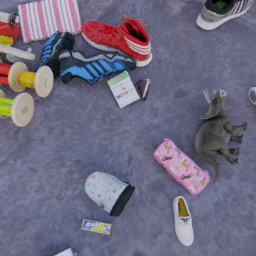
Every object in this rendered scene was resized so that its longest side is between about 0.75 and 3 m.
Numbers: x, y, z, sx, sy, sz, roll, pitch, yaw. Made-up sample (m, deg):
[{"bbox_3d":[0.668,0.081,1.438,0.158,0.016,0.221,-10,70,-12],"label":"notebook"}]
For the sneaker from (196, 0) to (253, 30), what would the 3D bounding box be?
[{"bbox_3d":[3.698,-4.631,10.102,2.702,1.182,0.997,-34,73,-12],"label":"sneaker"}]

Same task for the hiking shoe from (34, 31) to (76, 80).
[{"bbox_3d":[-2.618,-2.387,9.598,0.905,0.777,2.088,20,73,37],"label":"hiking shoe"}]

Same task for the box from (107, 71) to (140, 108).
[{"bbox_3d":[-0.140,-1.247,9.101,0.718,0.181,0.995,-27,86,11],"label":"box"}]

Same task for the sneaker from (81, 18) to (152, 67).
[{"bbox_3d":[-0.397,-3.270,9.337,2.796,1.615,1.095,25,71,10],"label":"sneaker"}]

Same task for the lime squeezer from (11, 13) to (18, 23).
[{"bbox_3d":[-4.667,-3.649,9.857,0.549,1.028,2.912,27,39,12],"label":"lime squeezer"}]

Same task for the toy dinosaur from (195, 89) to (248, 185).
[{"bbox_3d":[2.633,0.342,8.352,1.490,1.121,2.913,15,70,20],"label":"toy dinosaur"}]

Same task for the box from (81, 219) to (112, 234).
[{"bbox_3d":[-0.875,2.735,7.756,0.795,0.255,0.278,9,69,4],"label":"box"}]

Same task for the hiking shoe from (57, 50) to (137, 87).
[{"bbox_3d":[-1.001,-1.932,9.352,2.590,0.963,1.123,2,94,-1],"label":"hiking shoe"}]

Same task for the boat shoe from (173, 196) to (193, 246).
[{"bbox_3d":[1.537,2.540,7.717,0.470,0.463,1.326,-4,69,-2],"label":"boat shoe"}]

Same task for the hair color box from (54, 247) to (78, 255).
[{"bbox_3d":[-1.468,4.276,6.930,1.110,0.672,2.220,-24,71,-9],"label":"hair color box"}]

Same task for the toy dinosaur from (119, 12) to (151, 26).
[{"bbox_3d":[0.263,-3.750,9.970,1.185,0.803,0.509,-1,68,-1],"label":"toy dinosaur"}]

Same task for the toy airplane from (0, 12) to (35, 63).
[{"bbox_3d":[-4.489,-2.688,9.054,2.437,1.727,2.448,-13,47,-30],"label":"toy airplane"}]

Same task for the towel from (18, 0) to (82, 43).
[{"bbox_3d":[-2.874,-3.982,10.331,2.190,0.328,1.603,-12,73,-4],"label":"towel"}]

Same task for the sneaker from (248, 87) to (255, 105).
[{"bbox_3d":[4.528,-0.718,8.935,0.748,0.587,1.506,-14,70,-9],"label":"sneaker"}]

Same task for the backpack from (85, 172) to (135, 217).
[{"bbox_3d":[-0.576,1.736,7.850,1.279,0.809,1.067,31,75,15],"label":"backpack"}]

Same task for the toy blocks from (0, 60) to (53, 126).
[{"bbox_3d":[-4.018,-1.216,8.580,2.725,0.990,2.271,11,50,13],"label":"toy blocks"}]

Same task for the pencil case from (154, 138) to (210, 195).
[{"bbox_3d":[1.537,1.098,8.141,1.757,0.727,0.760,42,73,16],"label":"pencil case"}]

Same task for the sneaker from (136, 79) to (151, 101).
[{"bbox_3d":[0.447,-1.276,9.331,0.466,0.305,0.807,10,68,19],"label":"sneaker"}]
